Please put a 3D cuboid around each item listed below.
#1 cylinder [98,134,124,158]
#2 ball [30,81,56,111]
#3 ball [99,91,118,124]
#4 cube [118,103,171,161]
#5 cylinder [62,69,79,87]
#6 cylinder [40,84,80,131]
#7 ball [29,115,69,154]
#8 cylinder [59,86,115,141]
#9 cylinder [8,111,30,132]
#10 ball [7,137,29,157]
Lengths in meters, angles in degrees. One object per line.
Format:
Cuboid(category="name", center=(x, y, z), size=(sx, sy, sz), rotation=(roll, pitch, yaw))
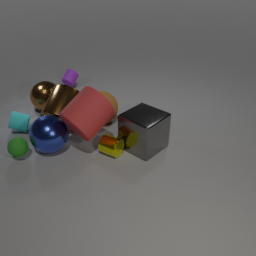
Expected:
Cuboid(category="cylinder", center=(-0.601, 0.635, 10.122), size=(0.700, 0.700, 0.700), rotation=(18, 36, 27))
Cuboid(category="ball", center=(-3.769, -1.455, 12.876), size=(1.400, 1.400, 1.400), rotation=(0, 32, 0))
Cuboid(category="ball", center=(-1.117, -0.865, 11.891), size=(1.400, 1.400, 1.400), rotation=(0, 32, 0))
Cuboid(category="cube", center=(0.591, 0.098, 10.323), size=(1.400, 1.400, 1.400), rotation=(25, 39, 35))
Cuboid(category="cylinder", center=(-3.138, -2.715, 15.186), size=(0.700, 0.700, 0.700), rotation=(14, 69, 22))
Cuboid(category="cylinder", center=(-2.622, -0.809, 11.330), size=(1.400, 1.400, 1.400), rotation=(10, 64, 16))
Cuboid(category="ball", center=(-2.851, 0.221, 10.134), size=(1.400, 1.400, 1.400), rotation=(0, 32, 0))
Cuboid(category="cylinder", center=(-1.425, -0.495, 9.762), size=(1.400, 1.400, 1.400), rotation=(28, 71, 37))
Cuboid(category="cylinder", center=(-4.382, -0.259, 11.301), size=(0.700, 0.700, 0.700), rotation=(15, 28, -17))
Cuboid(category="ball", center=(-3.853, 0.672, 9.808), size=(0.700, 0.700, 0.700), rotation=(0, 32, 0))
